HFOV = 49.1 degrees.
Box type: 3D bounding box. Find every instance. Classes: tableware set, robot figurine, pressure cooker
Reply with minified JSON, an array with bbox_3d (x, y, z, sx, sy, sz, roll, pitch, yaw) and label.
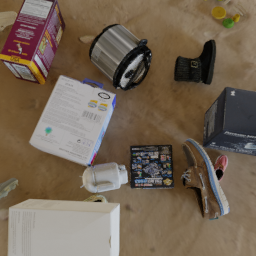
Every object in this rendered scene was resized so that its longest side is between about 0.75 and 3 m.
[{"bbox_3d":[3.797,-4.913,11.368,1.260,0.287,1.871,-40,78,-8],"label":"tableware set"},{"bbox_3d":[-0.792,1.587,8.990,1.514,1.284,0.855,-9,110,-10],"label":"robot figurine"},{"bbox_3d":[-0.151,-2.368,9.801,1.791,1.764,2.005,-44,75,-8],"label":"pressure cooker"}]

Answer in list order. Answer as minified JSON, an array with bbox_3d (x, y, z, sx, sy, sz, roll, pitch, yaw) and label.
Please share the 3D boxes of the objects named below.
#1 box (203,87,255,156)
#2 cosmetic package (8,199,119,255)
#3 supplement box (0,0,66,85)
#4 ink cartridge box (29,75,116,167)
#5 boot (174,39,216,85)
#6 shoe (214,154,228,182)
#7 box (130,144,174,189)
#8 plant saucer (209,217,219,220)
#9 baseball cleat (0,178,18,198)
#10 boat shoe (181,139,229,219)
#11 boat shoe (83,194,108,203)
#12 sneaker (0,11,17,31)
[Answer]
[{"bbox_3d":[3.790,-0.077,8.801,2.303,2.341,1.375,9,74,3],"label":"box"},{"bbox_3d":[-1.656,2.768,7.475,2.757,1.169,1.483,1,87,8],"label":"cosmetic package"},{"bbox_3d":[-3.356,-3.204,10.169,1.175,1.514,2.743,14,74,4],"label":"supplement box"},{"bbox_3d":[-1.669,-0.416,9.475,2.037,1.140,2.985,20,76,1],"label":"ink cartridge box"},{"bbox_3d":[2.482,-2.529,10.392,1.397,0.703,1.868,10,74,3],"label":"boot"},{"bbox_3d":[3.084,1.345,9.333,0.391,0.497,1.093,28,75,8],"label":"shoe"},{"bbox_3d":[0.788,1.293,9.358,1.448,0.360,1.437,-2,76,5],"label":"box"},{"bbox_3d":[2.694,2.507,9.184,0.338,0.092,0.968,-7,72,-9],"label":"plant saucer"},{"bbox_3d":[-4.507,2.046,9.056,1.812,0.632,0.965,-39,77,-12],"label":"baseball cleat"},{"bbox_3d":[2.247,1.608,8.958,0.948,0.947,2.620,-20,72,-11],"label":"boat shoe"},{"bbox_3d":[-1.791,2.945,8.583,2.637,1.004,0.945,-41,77,-11],"label":"boat shoe"},{"bbox_3d":[-5.455,-3.503,10.719,2.890,1.052,1.223,-30,110,-17],"label":"sneaker"}]
